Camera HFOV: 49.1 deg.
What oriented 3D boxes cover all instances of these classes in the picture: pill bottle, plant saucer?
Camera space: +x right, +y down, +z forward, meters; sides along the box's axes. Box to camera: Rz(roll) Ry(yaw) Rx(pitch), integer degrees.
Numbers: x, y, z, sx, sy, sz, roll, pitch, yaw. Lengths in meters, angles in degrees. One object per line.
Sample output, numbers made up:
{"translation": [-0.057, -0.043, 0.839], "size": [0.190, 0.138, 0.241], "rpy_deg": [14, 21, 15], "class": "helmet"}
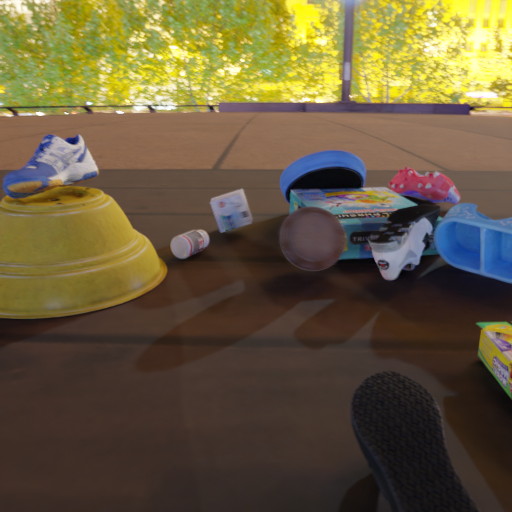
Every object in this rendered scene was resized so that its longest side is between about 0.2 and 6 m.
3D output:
{"translation": [-1.267, -0.247, 10.871], "size": [0.449, 0.449, 0.775], "rpy_deg": [10, 19, 27], "class": "pill bottle"}
{"translation": [0.996, -0.312, 9.878], "size": [1.149, 1.149, 0.210], "rpy_deg": [5, 13, 14], "class": "plant saucer"}

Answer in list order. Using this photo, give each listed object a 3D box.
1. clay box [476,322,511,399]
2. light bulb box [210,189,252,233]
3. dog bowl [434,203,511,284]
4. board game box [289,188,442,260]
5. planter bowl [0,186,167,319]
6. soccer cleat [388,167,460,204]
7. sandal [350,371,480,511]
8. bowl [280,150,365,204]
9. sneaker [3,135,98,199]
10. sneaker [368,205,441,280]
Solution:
{"translation": [3.264, 1.277, 6.301], "size": [1.031, 0.427, 1.795], "rpy_deg": [0, 18, 0], "class": "clay box"}
{"translation": [-0.546, -0.996, 12.363], "size": [0.737, 0.731, 0.460], "rpy_deg": [-17, 17, 6], "class": "light bulb box"}
{"translation": [4.043, -0.188, 9.716], "size": [0.526, 1.184, 2.124], "rpy_deg": [-27, 30, -31], "class": "dog bowl"}
{"translation": [2.227, -0.802, 12.083], "size": [2.387, 0.742, 3.162], "rpy_deg": [-3, 19, -9], "class": "board game box"}
{"translation": [-3.353, -0.324, 9.495], "size": [3.564, 1.484, 3.564], "rpy_deg": [0, 19, 0], "class": "planter bowl"}
{"translation": [4.571, -1.868, 15.497], "size": [0.995, 0.868, 2.603], "rpy_deg": [38, -2, -17], "class": "soccer cleat"}
{"translation": [1.282, 1.830, 4.715], "size": [0.811, 0.516, 2.158], "rpy_deg": [0, 31, -4], "class": "sandal"}
{"translation": [1.627, -1.757, 13.553], "size": [2.092, 0.411, 2.092], "rpy_deg": [-6, -26, -3], "class": "bowl"}
{"translation": [-3.470, -1.516, 9.215], "size": [0.748, 0.876, 1.987], "rpy_deg": [-13, 12, 22], "class": "sneaker"}
{"translation": [2.704, -0.270, 10.074], "size": [0.770, 0.920, 2.080], "rpy_deg": [6, 31, 44], "class": "sneaker"}
